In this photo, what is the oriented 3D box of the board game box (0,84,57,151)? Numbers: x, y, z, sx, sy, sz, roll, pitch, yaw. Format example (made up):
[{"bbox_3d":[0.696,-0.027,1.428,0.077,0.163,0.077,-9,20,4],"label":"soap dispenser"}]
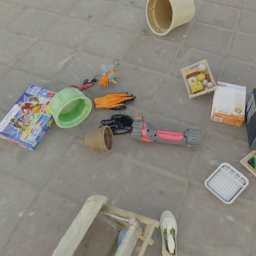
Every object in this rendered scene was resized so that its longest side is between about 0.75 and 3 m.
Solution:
[{"bbox_3d":[-4.058,-0.532,11.823,1.872,0.476,2.765,19,57,13],"label":"board game box"}]

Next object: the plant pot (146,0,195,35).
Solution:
[{"bbox_3d":[2.407,-6.257,15.026,1.986,2.170,2.170,-23,57,-29],"label":"plant pot"}]

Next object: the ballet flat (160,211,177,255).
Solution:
[{"bbox_3d":[1.346,3.415,9.057,0.565,0.565,1.625,0,55,0],"label":"ballet flat"}]

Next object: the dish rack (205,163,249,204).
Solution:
[{"bbox_3d":[3.547,2.025,10.170,1.344,0.293,1.154,-37,64,-23],"label":"dish rack"}]

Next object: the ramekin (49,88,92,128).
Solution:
[{"bbox_3d":[-2.360,-0.849,11.334,1.630,1.630,0.796,-32,63,-20],"label":"ramekin"}]

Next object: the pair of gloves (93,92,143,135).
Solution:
[{"bbox_3d":[-0.408,-0.658,12.059,1.919,0.266,2.154,-11,59,-9],"label":"pair of gloves"}]

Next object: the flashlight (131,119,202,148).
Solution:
[{"bbox_3d":[1.492,0.206,10.995,2.661,0.901,0.904,6,87,9],"label":"flashlight"}]

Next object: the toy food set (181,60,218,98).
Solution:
[{"bbox_3d":[3.181,-2.225,12.666,1.263,0.532,1.761,-20,52,17],"label":"toy food set"}]

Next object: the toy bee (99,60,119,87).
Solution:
[{"bbox_3d":[-0.752,-2.401,13.097,1.345,0.731,0.881,-33,68,7],"label":"toy bee"}]

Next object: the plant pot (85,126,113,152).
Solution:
[{"bbox_3d":[-1.160,0.455,10.924,0.893,1.025,1.025,-6,54,17],"label":"plant pot"}]

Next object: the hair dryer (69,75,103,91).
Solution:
[{"bbox_3d":[-2.091,-1.780,12.228,1.437,0.512,1.887,-6,36,53],"label":"hair dryer"}]

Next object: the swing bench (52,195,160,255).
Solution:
[{"bbox_3d":[-0.805,3.564,8.098,2.592,1.682,2.578,21,51,14],"label":"swing bench"}]

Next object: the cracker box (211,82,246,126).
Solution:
[{"bbox_3d":[4.367,-1.069,12.157,1.272,0.548,1.899,13,57,9],"label":"cracker box"}]

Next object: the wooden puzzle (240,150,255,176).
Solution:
[{"bbox_3d":[5.265,1.357,10.640,1.493,0.278,1.381,-31,60,-20],"label":"wooden puzzle"}]

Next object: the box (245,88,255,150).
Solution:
[{"bbox_3d":[5.966,-0.245,10.930,2.243,1.339,2.280,8,49,7],"label":"box"}]
